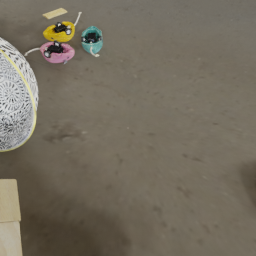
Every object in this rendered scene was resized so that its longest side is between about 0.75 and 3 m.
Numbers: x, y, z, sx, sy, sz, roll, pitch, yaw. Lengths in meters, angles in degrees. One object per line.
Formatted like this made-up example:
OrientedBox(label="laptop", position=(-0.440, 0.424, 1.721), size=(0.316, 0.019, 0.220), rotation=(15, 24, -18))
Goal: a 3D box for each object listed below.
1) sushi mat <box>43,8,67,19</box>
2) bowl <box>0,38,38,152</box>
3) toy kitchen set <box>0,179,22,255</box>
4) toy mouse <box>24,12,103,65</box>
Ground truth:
OrientedBox(label="sushi mat", position=(-2.940, -4.626, 11.311), size=(0.915, 0.055, 0.438), rotation=(-33, 56, -26))
OrientedBox(label="bowl", position=(-3.170, -1.017, 6.331), size=(2.955, 2.955, 1.387), rotation=(9, 35, 8))
OrientedBox(label="toy kitchen set", position=(-1.229, 2.432, 4.275), size=(2.305, 2.085, 2.555), rotation=(6, 41, -33))
OrientedBox(label="toy mouse", position=(-1.780, -2.668, 9.195), size=(2.589, 0.564, 2.913), rotation=(34, 57, 27))
